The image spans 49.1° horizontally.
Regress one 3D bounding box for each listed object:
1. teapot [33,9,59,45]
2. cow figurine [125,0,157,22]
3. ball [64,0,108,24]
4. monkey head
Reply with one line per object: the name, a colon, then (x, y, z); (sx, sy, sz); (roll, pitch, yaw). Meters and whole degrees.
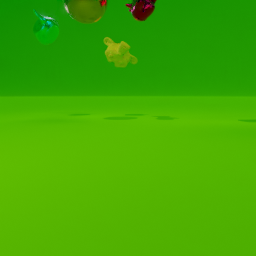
teapot: (-2.995, -3.559, 10.034); (0.765, 0.972, 1.563); (33, -20, 11)
cow figurine: (0.378, -3.637, 8.415); (0.759, 1.383, 1.361); (23, -28, -17)
ball: (-1.220, -3.716, 8.196); (1.260, 1.260, 1.260); (0, 7, 0)
monkey head: (-0.265, -2.868, 10.477); (1.536, 1.105, 0.925); (34, 42, -12)
